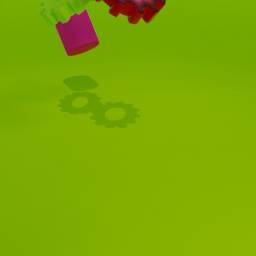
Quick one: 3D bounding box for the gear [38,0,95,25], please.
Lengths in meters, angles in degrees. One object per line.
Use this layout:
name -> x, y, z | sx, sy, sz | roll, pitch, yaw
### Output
gear -> -1.228, -2.906, 6.066 | 1.575, 0.291, 1.575 | -19, 49, 23

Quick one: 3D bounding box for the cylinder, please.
cylinder -> -1.601, -2.985, 8.788 | 1.106, 1.106, 1.106 | -21, 7, 3

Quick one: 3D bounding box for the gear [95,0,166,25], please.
gear -> -0.028, -2.635, 5.103 | 1.559, 0.288, 1.559 | 13, 62, -26
